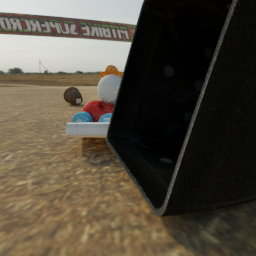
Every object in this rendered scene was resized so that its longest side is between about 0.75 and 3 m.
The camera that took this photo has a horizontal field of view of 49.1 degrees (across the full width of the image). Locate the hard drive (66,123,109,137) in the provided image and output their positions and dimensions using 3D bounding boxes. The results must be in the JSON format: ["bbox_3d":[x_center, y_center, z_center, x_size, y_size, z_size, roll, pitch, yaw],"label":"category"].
[{"bbox_3d":[-0.017,0.075,7.263,2.737,0.365,1.806,1,-3,3],"label":"hard drive"}]

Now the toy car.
[{"bbox_3d":[-0.691,-1.009,9.272,1.859,2.102,1.937,5,11,23],"label":"toy car"}]

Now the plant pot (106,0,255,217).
[{"bbox_3d":[1.474,-0.456,4.570,2.546,2.864,2.871,11,13,-20],"label":"plant pot"}]

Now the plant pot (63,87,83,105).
[{"bbox_3d":[-3.201,-1.824,16.977,1.076,1.076,1.151,-6,26,-31],"label":"plant pot"}]
